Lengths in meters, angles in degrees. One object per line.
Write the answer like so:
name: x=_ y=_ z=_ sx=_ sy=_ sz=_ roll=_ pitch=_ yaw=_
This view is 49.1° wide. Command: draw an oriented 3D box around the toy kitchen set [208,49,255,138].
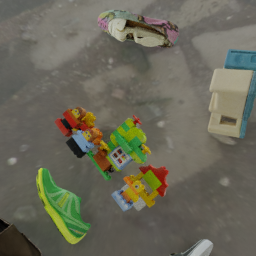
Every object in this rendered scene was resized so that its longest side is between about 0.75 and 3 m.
toy kitchen set: x=2.990 y=-1.249 z=6.649 sx=1.597 sy=2.171 sz=2.710 roll=11 pitch=63 yaw=21

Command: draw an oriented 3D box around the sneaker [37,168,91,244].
sneaker: x=-1.409 y=1.599 z=6.031 sx=0.719 sy=0.637 sz=1.720 roll=-30 pitch=87 yaw=-27

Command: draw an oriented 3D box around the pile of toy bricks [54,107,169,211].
pile of toy bricks: x=-0.182 y=0.372 z=6.165 sx=1.406 sy=1.580 sz=2.847 roll=-42 pitch=74 yaw=6

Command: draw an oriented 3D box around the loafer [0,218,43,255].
loafer: x=-2.324 y=2.256 z=5.413 sx=1.819 sy=0.649 sz=0.664 roll=19 pitch=36 yaw=28

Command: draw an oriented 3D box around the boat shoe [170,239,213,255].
boat shoe: x=0.919 y=2.831 z=5.595 sx=1.932 sy=0.663 sz=0.547 roll=-33 pitch=46 yaw=-24

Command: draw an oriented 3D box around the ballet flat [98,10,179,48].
ballet flat: x=0.223 y=-2.865 z=8.285 sx=2.540 sy=0.878 sz=0.904 roll=13 pitch=53 yaw=7
